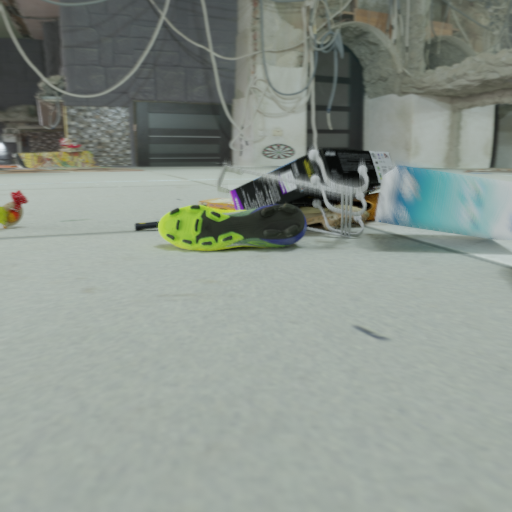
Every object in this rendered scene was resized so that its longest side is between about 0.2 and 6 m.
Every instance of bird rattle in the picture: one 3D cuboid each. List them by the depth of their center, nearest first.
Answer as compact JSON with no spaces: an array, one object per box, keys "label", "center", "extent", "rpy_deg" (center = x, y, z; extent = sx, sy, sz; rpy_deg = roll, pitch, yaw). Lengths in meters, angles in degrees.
[{"label":"bird rattle","center":[-6.120,-1.129,13.933],"extent":[0.567,0.820,1.006],"rpy_deg":[25,48,17]}]

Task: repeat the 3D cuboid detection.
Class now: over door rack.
[{"label":"over door rack","center":[0.830,-1.291,12.090],"extent":[3.049,1.016,2.253],"rpy_deg":[3,-24,10]}]

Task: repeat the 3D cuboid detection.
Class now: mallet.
[{"label":"mallet","center":[-1.769,-0.857,14.000],"extent":[2.446,0.503,0.805],"rpy_deg":[-4,12,-2]}]

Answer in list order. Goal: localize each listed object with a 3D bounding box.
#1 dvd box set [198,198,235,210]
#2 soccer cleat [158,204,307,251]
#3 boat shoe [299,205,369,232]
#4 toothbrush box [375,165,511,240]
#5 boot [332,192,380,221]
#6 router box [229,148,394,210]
[{"label":"dvd box set","center":[-0.836,-1.676,18.298],"extent":[1.731,0.255,1.267],"rpy_deg":[7,14,31]},{"label":"soccer cleat","center":[-0.472,-0.499,11.583],"extent":[3.036,0.981,1.270],"rpy_deg":[-3,-15,3]},{"label":"boat shoe","center":[1.810,-0.843,13.414],"extent":[1.808,0.583,0.644],"rpy_deg":[1,-16,31]},{"label":"toothbrush box","center":[4.011,-1.061,11.665],"extent":[2.670,1.139,1.955],"rpy_deg":[8,3,2]},{"label":"boot","center":[2.954,-1.270,14.726],"extent":[2.108,0.742,1.509],"rpy_deg":[-12,1,0]},{"label":"router box","center":[1.591,-1.805,14.507],"extent":[2.826,0.968,3.789],"rpy_deg":[-20,-5,36]}]
